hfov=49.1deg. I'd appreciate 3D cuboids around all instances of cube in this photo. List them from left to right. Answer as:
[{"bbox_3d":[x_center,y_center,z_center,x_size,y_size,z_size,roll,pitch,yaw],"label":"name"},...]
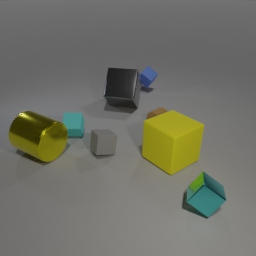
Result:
[{"bbox_3d":[-2.089,-0.123,10.754,0.700,0.700,0.700,0,65,1],"label":"cube"},{"bbox_3d":[-0.858,0.477,9.693,0.700,0.700,0.700,-1,18,-26],"label":"cube"},{"bbox_3d":[-0.202,-1.816,12.911,1.400,1.400,1.400,6,-12,12],"label":"cube"},{"bbox_3d":[1.038,-2.701,14.885,0.700,0.700,0.700,39,59,1],"label":"cube"},{"bbox_3d":[1.450,0.426,9.264,1.400,1.400,1.400,-21,35,-34],"label":"cube"},{"bbox_3d":[2.026,1.717,7.308,0.700,0.700,0.700,36,23,-1],"label":"cube"}]

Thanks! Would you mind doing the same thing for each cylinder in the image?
[{"bbox_3d":[-3.019,0.266,9.510,1.400,1.400,1.400,20,34,25],"label":"cylinder"},{"bbox_3d":[1.234,-0.423,11.535,0.700,0.700,0.700,21,32,34],"label":"cylinder"}]
